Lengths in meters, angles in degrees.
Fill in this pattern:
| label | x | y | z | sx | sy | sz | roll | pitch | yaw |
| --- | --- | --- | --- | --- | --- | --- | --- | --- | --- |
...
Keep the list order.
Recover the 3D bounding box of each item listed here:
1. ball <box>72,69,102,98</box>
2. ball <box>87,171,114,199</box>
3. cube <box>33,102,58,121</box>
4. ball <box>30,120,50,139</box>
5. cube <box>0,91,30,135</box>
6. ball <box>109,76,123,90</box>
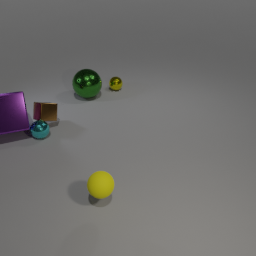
| label | x | y | z | sx | sy | sz | roll | pitch | yaw |
| --- | --- | --- | --- | --- | --- | --- | --- | --- | --- |
| ball | -1.944 | -2.109 | 13.328 | 1.400 | 1.400 | 1.400 | 0 | 31 | 0 |
| ball | -0.701 | 1.456 | 7.197 | 0.700 | 0.700 | 0.700 | 0 | 31 | 0 |
| cube | -3.269 | -0.652 | 11.072 | 0.700 | 0.700 | 0.700 | -2 | 8 | -42 |
| ball | -3.297 | 0.050 | 10.485 | 0.700 | 0.700 | 0.700 | 0 | 31 | 0 |
| cube | -4.520 | -0.581 | 10.387 | 1.400 | 1.400 | 1.400 | -11 | 11 | -22 |
| ball | -0.621 | -2.272 | 14.278 | 0.700 | 0.700 | 0.700 | 0 | 31 | 0 |
